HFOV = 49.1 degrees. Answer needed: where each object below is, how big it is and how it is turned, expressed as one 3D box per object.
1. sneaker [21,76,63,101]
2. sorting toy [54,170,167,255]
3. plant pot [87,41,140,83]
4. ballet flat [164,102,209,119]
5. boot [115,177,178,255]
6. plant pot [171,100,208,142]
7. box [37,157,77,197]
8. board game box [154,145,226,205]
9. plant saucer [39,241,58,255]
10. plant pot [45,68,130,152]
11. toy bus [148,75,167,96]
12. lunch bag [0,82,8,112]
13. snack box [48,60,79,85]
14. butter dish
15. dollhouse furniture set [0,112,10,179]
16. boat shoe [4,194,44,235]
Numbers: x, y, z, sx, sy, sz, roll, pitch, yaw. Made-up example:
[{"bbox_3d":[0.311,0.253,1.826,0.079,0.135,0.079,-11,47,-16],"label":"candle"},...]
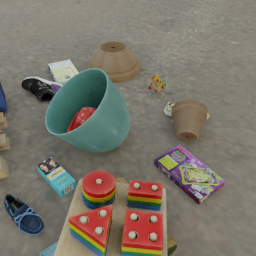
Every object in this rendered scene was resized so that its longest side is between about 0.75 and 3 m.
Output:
[{"bbox_3d":[-3.858,-1.657,12.321,2.119,0.803,0.928,10,47,12],"label":"sneaker"},{"bbox_3d":[-0.262,2.060,6.692,2.432,0.851,2.447,6,35,2],"label":"sorting toy"},{"bbox_3d":[-0.729,-3.492,14.073,2.691,1.242,2.691,0,42,0],"label":"plant pot"},{"bbox_3d":[2.384,-0.699,11.317,1.854,0.592,0.701,5,41,5],"label":"ballet flat"},{"bbox_3d":[-0.292,2.632,7.325,2.223,0.840,2.539,-14,42,-35],"label":"boot"},{"bbox_3d":[2.219,-0.175,10.336,1.370,1.370,1.195,8,60,9],"label":"plant pot"},{"bbox_3d":[-2.275,1.531,8.911,0.578,0.345,1.404,-32,50,-32],"label":"box"},{"bbox_3d":[1.953,1.435,9.087,1.216,0.327,2.027,-29,49,-24],"label":"board game box"},{"bbox_3d":[-1.560,3.507,6.780,0.544,0.148,1.556,-27,48,-28],"label":"plant saucer"},{"bbox_3d":[-1.111,-0.372,9.443,2.546,2.043,2.546,-21,48,26],"label":"plant pot"},{"bbox_3d":[1.352,-1.969,12.533,0.789,0.836,0.432,17,46,9],"label":"toy bus"},{"bbox_3d":[-5.873,-1.634,11.104,1.504,2.274,1.545,-17,41,-18],"label":"lunch bag"},{"bbox_3d":[-3.116,-2.697,13.797,1.158,0.370,1.994,-17,44,-19],"label":"snack box"},{"bbox_3d":[-1.268,-0.278,9.579,1.272,0.940,1.268,18,40,-2],"label":"butter dish"},{"bbox_3d":[-4.871,0.396,8.854,1.661,2.345,2.553,-12,70,-13],"label":"dollhouse furniture set"},{"bbox_3d":[-2.983,2.398,7.758,1.553,0.533,0.654,23,46,24],"label":"boat shoe"}]
